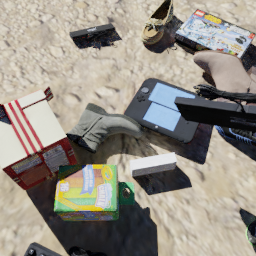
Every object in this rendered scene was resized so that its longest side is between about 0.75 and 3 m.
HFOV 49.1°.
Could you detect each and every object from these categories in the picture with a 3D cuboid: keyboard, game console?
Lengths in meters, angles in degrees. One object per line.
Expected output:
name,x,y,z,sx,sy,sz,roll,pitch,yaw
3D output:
keyboard,-1.233,3.588,6.508,2.793,0.358,1.677,21,62,11
keyboard,2.321,-0.353,5.609,2.902,1.844,0.299,10,74,28
game console,1.216,-0.625,8.744,2.210,0.343,1.954,23,53,13
keyboard,-1.335,-3.570,10.691,1.742,0.345,0.907,-16,39,-8

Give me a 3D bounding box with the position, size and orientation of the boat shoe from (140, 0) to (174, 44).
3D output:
boat shoe,1.111,-4.104,10.677,0.826,0.706,2.252,21,63,12

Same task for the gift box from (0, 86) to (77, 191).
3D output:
gift box,-2.579,0.152,7.502,1.942,2.105,1.965,-26,62,-20

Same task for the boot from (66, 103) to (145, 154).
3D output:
boot,-0.691,0.206,8.318,2.131,0.722,1.392,21,68,19

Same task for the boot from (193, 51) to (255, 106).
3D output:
boot,3.202,-1.298,8.964,2.732,0.960,1.997,18,64,11

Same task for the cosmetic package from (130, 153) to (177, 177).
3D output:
cosmetic package,0.693,1.024,7.859,1.273,0.526,0.322,-9,61,-6

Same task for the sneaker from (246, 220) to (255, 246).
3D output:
sneaker,3.572,2.439,7.000,1.452,0.608,0.557,-25,63,-13

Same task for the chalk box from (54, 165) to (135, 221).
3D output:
chalk box,-0.765,1.663,7.121,1.884,1.166,1.172,-2,61,-1

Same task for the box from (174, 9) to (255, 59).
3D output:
box,3.202,-3.347,10.367,2.456,0.490,1.681,32,65,17

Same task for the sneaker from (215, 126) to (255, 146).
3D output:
sneaker,3.527,0.123,8.144,1.978,0.770,0.694,23,83,13
